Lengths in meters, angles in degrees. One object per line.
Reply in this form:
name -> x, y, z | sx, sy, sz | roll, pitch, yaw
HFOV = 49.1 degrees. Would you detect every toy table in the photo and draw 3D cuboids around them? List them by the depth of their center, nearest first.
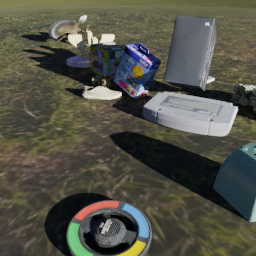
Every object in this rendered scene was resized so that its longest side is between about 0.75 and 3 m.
toy table -> -2.021, -4.315, 15.361 | 2.690, 1.575, 2.473 | -13, 32, -24

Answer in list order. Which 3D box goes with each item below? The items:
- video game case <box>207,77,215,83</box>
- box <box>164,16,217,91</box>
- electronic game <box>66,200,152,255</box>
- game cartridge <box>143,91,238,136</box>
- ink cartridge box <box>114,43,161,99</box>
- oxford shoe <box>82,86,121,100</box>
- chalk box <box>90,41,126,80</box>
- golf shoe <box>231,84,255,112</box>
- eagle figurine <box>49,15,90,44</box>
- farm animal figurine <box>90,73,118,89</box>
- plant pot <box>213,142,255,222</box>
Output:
video game case -> 3.162, -2.287, 13.167 | 1.362, 0.150, 1.241 | -24, 37, -35
box -> 2.394, -2.663, 10.488 | 1.360, 2.277, 2.316 | 12, 7, 17
electronic game -> -0.357, 1.968, 5.299 | 1.615, 0.336, 1.615 | 0, 30, 0
game cartridge -> 2.102, -0.534, 9.631 | 2.928, 0.608, 1.950 | 14, 36, 24
ink cartridge box -> 0.381, -2.346, 10.964 | 1.362, 1.996, 0.762 | 42, 41, 21
oxford shoe -> -1.069, -1.454, 11.354 | 1.601, 0.462, 0.602 | 3, 26, 2
chalk box -> -0.688, -3.256, 13.650 | 1.409, 1.399, 2.257 | -19, 35, -32
golf shoe -> 4.989, -0.997, 10.062 | 1.254, 1.010, 2.579 | -4, 30, -20
eagle figurine -> -4.113, -6.940, 20.059 | 2.643, 2.005, 1.995 | 8, 50, 5
farm animal figurine -> -1.059, -2.180, 12.482 | 0.994, 0.619, 1.231 | -22, 36, -34
plant pot -> 2.793, 1.018, 6.087 | 1.220, 1.243, 1.217 | -13, 32, -21
